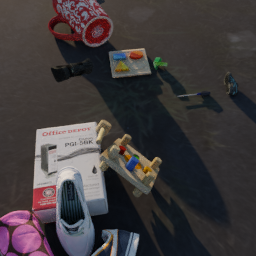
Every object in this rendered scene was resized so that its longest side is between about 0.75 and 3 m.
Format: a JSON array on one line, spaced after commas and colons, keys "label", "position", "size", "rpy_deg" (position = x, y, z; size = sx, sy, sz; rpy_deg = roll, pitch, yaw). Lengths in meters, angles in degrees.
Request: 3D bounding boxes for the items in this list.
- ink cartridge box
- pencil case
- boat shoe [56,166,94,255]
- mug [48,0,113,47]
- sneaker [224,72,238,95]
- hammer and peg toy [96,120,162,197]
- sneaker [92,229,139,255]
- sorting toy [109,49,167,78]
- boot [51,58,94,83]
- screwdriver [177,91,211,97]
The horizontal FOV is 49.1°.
[{"label": "ink cartridge box", "position": [-1.649, 1.191, 8.037], "size": [1.876, 1.059, 2.555], "rpy_deg": [-8, 53, -5]}, {"label": "pencil case", "position": [-2.219, 3.306, 6.355], "size": [1.272, 1.232, 2.715], "rpy_deg": [-37, 61, -2]}, {"label": "boat shoe", "position": [-1.331, 2.151, 6.559], "size": [0.891, 2.422, 0.809], "rpy_deg": [-11, 12, -5]}, {"label": "mug", "position": [-2.111, -4.813, 12.584], "size": [1.840, 2.448, 2.758], "rpy_deg": [-1, 46, -49]}, {"label": "sneaker", "position": [3.967, -1.688, 10.752], "size": [0.424, 0.403, 1.070], "rpy_deg": [9, 60, -6]}, {"label": "hammer and peg toy", "position": [-0.179, 0.815, 7.775], "size": [2.235, 0.788, 1.644], "rpy_deg": [37, 20, 3]}, {"label": "sneaker", "position": [-0.498, 3.544, 6.291], "size": [1.034, 1.021, 2.604], "rpy_deg": [14, 43, 5]}, {"label": "sorting toy", "position": [0.413, -2.797, 11.578], "size": [2.289, 0.337, 1.692], "rpy_deg": [-7, 53, -5]}, {"label": "boot", "position": [-1.273, -1.316, 6.384], "size": [0.728, 0.366, 0.974], "rpy_deg": [-28, 26, -29]}, {"label": "screwdriver", "position": [2.477, -1.242, 10.468], "size": [1.283, 0.179, 0.187], "rpy_deg": [-9, 23, -10]}]
